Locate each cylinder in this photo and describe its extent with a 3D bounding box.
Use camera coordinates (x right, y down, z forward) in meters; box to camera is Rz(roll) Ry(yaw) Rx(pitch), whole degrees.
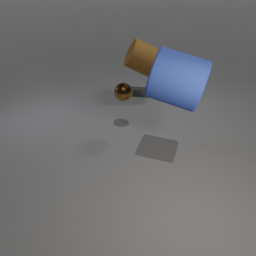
[{"bbox_3d":[0.696,-3.377,13.515,1.400,1.400,1.400,22,25,-16],"label":"cylinder"},{"bbox_3d":[1.336,-1.303,7.519,1.400,1.400,1.400,19,32,7],"label":"cylinder"}]

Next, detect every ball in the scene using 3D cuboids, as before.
[{"bbox_3d":[-0.181,-1.364,10.647,0.700,0.700,0.700,0,29,0],"label":"ball"}]
